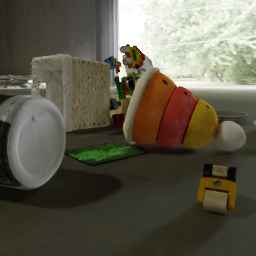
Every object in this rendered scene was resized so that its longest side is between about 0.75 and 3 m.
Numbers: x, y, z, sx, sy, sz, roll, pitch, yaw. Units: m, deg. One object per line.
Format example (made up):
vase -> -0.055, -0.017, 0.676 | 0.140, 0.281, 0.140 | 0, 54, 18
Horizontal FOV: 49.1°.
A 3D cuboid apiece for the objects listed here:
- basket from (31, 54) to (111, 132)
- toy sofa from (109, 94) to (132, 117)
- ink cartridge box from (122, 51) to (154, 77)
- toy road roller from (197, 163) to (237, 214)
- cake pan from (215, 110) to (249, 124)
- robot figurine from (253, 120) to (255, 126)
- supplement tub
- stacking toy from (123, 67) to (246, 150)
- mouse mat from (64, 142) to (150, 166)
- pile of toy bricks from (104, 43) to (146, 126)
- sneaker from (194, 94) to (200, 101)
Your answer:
basket -> -2.072, -1.284, 10.216 | 2.028, 2.499, 2.522 | -6, 12, -41
toy sofa -> -0.143, -0.857, 11.913 | 1.198, 1.017, 2.456 | 1, 9, -26
ink cartridge box -> 0.698, -2.480, 13.634 | 0.963, 2.284, 1.668 | -25, -24, 25
toy road roller -> 1.317, 0.922, 4.061 | 0.475, 0.564, 0.773 | 5, 48, 24
cake pan -> 3.901, -0.451, 11.487 | 1.956, 0.359, 1.956 | 0, 10, 0
robot figurine -> 5.004, -0.377, 9.454 | 1.421, 0.946, 1.676 | -20, 7, 10
supplement tub -> -2.519, 0.159, 4.906 | 2.508, 1.537, 1.537 | 5, 11, 22
stacking toy -> 1.525, -0.181, 7.175 | 2.910, 2.126, 2.126 | 20, 15, 12
mouse mat -> -0.521, 0.575, 6.772 | 1.752, 0.066, 1.409 | -10, 14, -39
pile of toy bricks -> 0.158, -1.448, 10.416 | 1.633, 2.943, 1.453 | -15, -6, 43
sneaker -> 1.743, -0.853, 12.664 | 2.965, 1.110, 1.477 | 0, -10, 7
